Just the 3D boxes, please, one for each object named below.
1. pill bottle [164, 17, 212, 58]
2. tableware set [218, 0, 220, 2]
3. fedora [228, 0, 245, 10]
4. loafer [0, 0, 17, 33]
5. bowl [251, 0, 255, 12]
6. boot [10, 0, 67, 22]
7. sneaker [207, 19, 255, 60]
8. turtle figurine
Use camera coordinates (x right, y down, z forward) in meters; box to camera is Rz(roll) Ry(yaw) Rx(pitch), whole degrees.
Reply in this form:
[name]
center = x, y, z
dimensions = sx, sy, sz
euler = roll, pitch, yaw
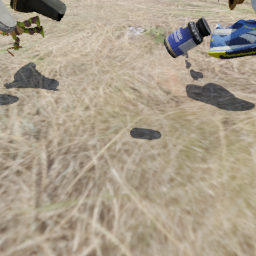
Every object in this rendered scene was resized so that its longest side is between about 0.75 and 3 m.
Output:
[pill bottle]
center = 1.195, -1.814, 5.615
dimensions = 0.871, 0.487, 0.487
euler = -26, 26, 32
[tableware set]
center = 3.119, -5.052, 9.051
dimensions = 0.236, 1.702, 2.038
euler = 10, 36, -4
[fedora]
center = 3.253, -3.952, 8.239
dimensions = 0.380, 0.932, 0.932
euler = 3, 39, 0
[loafer]
center = -3.500, -3.234, 6.595
dimensions = 0.764, 2.190, 0.766
euler = -23, 40, 29
[bowl]
center = 3.559, -3.262, 6.830
dimensions = 0.803, 1.710, 1.710
euler = -17, 40, -4
[boot]
center = -2.606, -3.594, 8.395
dimensions = 1.650, 0.924, 2.385
euler = 31, 4, -12
[sneaker]
center = 3.395, -2.509, 7.568
dimensions = 2.470, 1.016, 0.913
euler = 3, -4, 32
[turtle figurine]
center = -3.245, -2.899, 8.372
dimensions = 1.355, 1.681, 0.541
euler = -8, 55, -4
